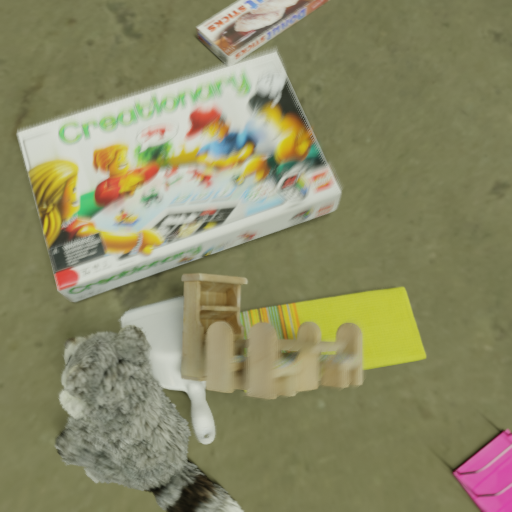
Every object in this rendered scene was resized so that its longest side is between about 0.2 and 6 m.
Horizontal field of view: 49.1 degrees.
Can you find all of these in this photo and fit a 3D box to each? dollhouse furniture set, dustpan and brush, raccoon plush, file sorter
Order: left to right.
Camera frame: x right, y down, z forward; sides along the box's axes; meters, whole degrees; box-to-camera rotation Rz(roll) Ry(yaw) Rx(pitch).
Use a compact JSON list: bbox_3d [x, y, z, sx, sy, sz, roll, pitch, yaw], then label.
[{"bbox_3d":[-1.287,2.318,7.786,3.412,2.286,1.651,27,50,-2],"label":"raccoon plush"},{"bbox_3d":[-1.031,1.664,8.600,1.889,0.774,2.706,-15,30,-8],"label":"dustpan and brush"},{"bbox_3d":[0.068,0.981,7.570,2.226,1.951,1.478,-4,82,41],"label":"dollhouse furniture set"},{"bbox_3d":[3.961,3.497,8.083,1.143,1.031,1.644,-32,70,-13],"label":"file sorter"}]

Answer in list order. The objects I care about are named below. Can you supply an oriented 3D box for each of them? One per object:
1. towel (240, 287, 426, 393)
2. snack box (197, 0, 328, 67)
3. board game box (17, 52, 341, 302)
[{"bbox_3d":[1.166,1.378,9.416,3.097,0.280,1.333,-9,67,-4],"label":"towel"},{"bbox_3d":[0.196,-5.304,12.250,2.981,0.362,1.072,-39,72,-15],"label":"snack box"},{"bbox_3d":[-1.389,-1.489,10.012,4.965,0.859,3.134,-20,72,-6],"label":"board game box"}]
